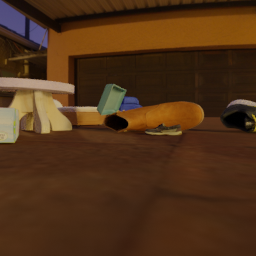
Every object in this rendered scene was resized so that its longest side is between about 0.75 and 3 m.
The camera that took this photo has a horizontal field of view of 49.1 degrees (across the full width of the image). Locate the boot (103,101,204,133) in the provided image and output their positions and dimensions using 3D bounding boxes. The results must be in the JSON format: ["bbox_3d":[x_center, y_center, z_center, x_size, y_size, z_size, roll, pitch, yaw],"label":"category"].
[{"bbox_3d":[0.736,-0.237,8.846,2.781,0.979,1.991,-2,6,42],"label":"boot"}]

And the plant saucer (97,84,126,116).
[{"bbox_3d":[-0.507,-0.940,9.346,0.265,0.977,2.794,23,7,6],"label":"plant saucer"}]

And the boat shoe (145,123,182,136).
[{"bbox_3d":[0.975,0.034,7.773,1.020,0.331,0.373,1,3,15],"label":"boat shoe"}]

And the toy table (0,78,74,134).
[{"bbox_3d":[-3.164,-0.694,9.268,2.805,1.643,2.578,0,3,-23],"label":"toy table"}]

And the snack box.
[{"bbox_3d":[-3.406,-0.103,6.090,1.901,0.763,2.254,0,2,-19],"label":"snack box"}]

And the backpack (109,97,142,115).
[{"bbox_3d":[-0.149,-0.905,15.169,1.473,1.521,1.812,6,-3,-27],"label":"backpack"}]

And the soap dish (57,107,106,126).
[{"bbox_3d":[-2.506,-0.618,14.547,1.847,0.954,2.348,-3,3,-43],"label":"soap dish"}]

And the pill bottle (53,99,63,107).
[{"bbox_3d":[-4.563,-0.945,16.265,1.423,1.423,2.570,-2,3,-28],"label":"pill bottle"}]

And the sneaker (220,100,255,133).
[{"bbox_3d":[4.158,-0.214,8.476,2.828,1.053,1.197,5,25,45],"label":"sneaker"}]
